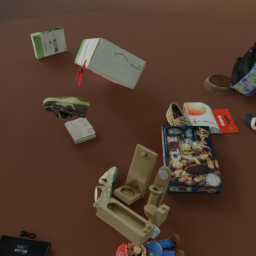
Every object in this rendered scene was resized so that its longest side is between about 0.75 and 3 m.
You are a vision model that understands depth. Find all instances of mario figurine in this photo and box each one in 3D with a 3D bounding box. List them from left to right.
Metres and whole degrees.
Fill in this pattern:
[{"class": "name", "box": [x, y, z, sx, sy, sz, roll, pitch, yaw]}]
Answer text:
[{"class": "mario figurine", "box": [0.537, 3.012, 6.852, 1.669, 0.885, 1.030, -4, 10, -15]}]

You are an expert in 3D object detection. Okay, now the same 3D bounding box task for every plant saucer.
[{"class": "plant saucer", "box": [4.512, -2.194, 13.630, 1.572, 0.271, 1.572, 0, 40, 0]}]

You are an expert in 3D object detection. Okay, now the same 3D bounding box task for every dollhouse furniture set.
[{"class": "dollhouse furniture set", "box": [0.299, 1.650, 7.516, 1.783, 1.528, 1.875, 27, 22, 28]}]

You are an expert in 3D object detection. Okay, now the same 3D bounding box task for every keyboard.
[{"class": "keyboard", "box": [-2.736, 3.114, 7.340, 1.395, 0.179, 0.838, 6, 47, 6]}]

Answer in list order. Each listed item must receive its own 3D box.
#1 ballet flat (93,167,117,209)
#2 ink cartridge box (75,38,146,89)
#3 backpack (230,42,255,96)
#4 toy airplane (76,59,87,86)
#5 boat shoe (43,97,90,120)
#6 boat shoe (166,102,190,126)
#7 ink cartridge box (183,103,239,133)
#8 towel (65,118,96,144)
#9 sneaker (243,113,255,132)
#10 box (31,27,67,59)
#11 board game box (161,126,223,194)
[{"class": "ballet flat", "box": [-0.695, 1.764, 8.597, 0.514, 0.556, 1.648, 19, 40, -6]}, {"class": "ink cartridge box", "box": [-0.885, -2.846, 12.152, 2.168, 1.305, 2.984, 22, 5, -26]}, {"class": "backpack", "box": [5.814, -2.558, 12.674, 1.640, 2.042, 2.231, 32, 57, -2]}, {"class": "toy airplane", "box": [-1.593, -1.853, 9.386, 0.175, 0.953, 0.953, 16, 37, -16]}, {"class": "boat shoe", "box": [-2.312, -0.668, 9.994, 2.359, 0.764, 0.863, -1, -12, 45]}, {"class": "boat shoe", "box": [2.011, -0.156, 10.773, 0.716, 0.645, 1.986, -7, 49, -11]}, {"class": "ink cartridge box", "box": [3.344, -0.438, 11.358, 1.933, 0.485, 1.568, -3, 40, 0]}, {"class": "towel", "box": [-1.870, 0.060, 10.942, 0.884, 0.230, 1.334, -20, 43, -23]}, {"class": "sneaker", "box": [5.238, -0.162, 10.738, 0.724, 0.865, 1.954, -16, 41, -16]}, {"class": "box", "box": [-4.473, -4.858, 15.955, 1.872, 1.351, 0.340, -27, 46, -29]}, {"class": "board game box", "box": [2.053, 0.976, 9.422, 1.716, 0.438, 2.533, 0, 47, 1]}]
